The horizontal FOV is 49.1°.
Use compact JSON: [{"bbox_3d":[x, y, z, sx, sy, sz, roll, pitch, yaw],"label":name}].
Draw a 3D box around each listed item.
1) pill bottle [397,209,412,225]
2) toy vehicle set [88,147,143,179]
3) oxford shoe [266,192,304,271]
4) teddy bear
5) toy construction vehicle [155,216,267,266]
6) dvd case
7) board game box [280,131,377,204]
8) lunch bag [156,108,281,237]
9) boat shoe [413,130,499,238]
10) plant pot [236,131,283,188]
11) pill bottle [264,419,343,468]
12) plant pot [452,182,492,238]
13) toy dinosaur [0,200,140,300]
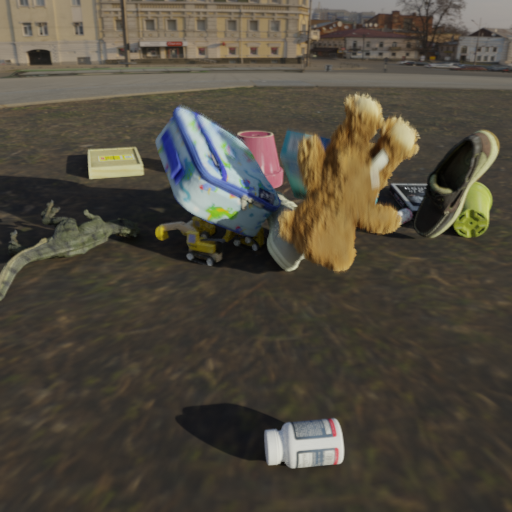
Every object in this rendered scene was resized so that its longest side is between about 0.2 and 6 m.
[{"bbox_3d":[3.153,-0.835,12.217,0.296,0.296,0.521,20,31,39],"label":"pill bottle"},{"bbox_3d":[-4.265,-2.828,16.858,1.510,0.322,2.431,-6,24,-14],"label":"toy vehicle set"},{"bbox_3d":[0.671,-0.602,10.626,0.743,0.967,2.572,-40,21,19],"label":"oxford shoe"},{"bbox_3d":[1.516,-1.208,9.279,2.130,2.938,0.981,13,2,-21],"label":"teddy bear"},{"bbox_3d":[-0.846,-0.444,10.801,1.727,0.608,1.504,17,28,24],"label":"toy construction vehicle"},{"bbox_3d":[4.251,-1.314,13.376,1.668,0.274,2.219,0,24,0],"label":"dvd case"},{"bbox_3d":[1.542,-1.586,11.169,1.787,0.555,2.367,14,-10,13],"label":"board game box"},{"bbox_3d":[-0.784,-1.598,10.539,2.036,1.044,2.533,22,30,-37],"label":"lunch bag"},{"bbox_3d":[3.563,-1.325,10.572,0.772,2.382,0.872,-7,44,-35],"label":"boat shoe"},{"bbox_3d":[-0.038,-2.597,15.021,1.511,1.352,1.511,0,23,0],"label":"plant pot"},{"bbox_3d":[0.467,1.889,5.627,0.739,0.442,0.442,-3,23,-6],"label":"pill bottle"},{"bbox_3d":[4.422,-0.890,11.669,1.023,1.023,0.941,5,36,11],"label":"plant pot"},{"bbox_3d":[-3.732,-0.293,10.422,1.513,0.815,3.433,21,34,28],"label":"toy dinosaur"}]
